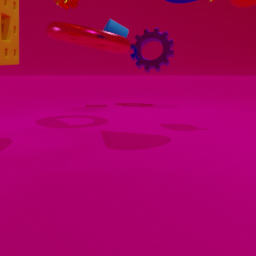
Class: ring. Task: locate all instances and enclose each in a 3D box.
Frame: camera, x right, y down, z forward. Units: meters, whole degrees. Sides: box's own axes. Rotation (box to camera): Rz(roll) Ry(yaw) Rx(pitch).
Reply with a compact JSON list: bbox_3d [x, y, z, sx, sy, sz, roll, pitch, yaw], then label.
[{"bbox_3d":[-0.951,-2.206,6.929,2.082,0.416,2.082,12,14,-3],"label":"ring"}]

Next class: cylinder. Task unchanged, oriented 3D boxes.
[{"bbox_3d":[-0.490,-3.398,10.136,0.769,0.769,0.769,24,3,-20],"label":"cylinder"}]

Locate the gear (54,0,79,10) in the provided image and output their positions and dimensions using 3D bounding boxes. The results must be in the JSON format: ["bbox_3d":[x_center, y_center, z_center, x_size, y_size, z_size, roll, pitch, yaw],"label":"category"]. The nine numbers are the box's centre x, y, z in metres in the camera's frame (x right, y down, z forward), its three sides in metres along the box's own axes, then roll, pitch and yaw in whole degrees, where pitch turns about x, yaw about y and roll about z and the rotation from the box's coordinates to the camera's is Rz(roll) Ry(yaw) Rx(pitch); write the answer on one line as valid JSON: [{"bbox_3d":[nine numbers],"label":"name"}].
[{"bbox_3d":[-1.122,-3.219,5.923,1.377,1.377,0.255,12,-4,45],"label":"gear"}]

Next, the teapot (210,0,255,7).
[{"bbox_3d":[2.329,-2.803,5.580,1.506,0.937,0.737,9,-29,32],"label":"teapot"}]

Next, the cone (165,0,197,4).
[{"bbox_3d":[0.913,-3.086,4.203,1.594,1.600,1.594,-18,-11,-4],"label":"cone"}]

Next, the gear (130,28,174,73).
[{"bbox_3d":[0.941,-3.030,10.932,1.699,1.699,0.314,3,-7,14],"label":"gear"}]

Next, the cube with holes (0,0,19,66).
[{"bbox_3d":[-2.362,-1.537,4.158,1.094,1.094,1.094,4,14,-3],"label":"cube with holes"}]
